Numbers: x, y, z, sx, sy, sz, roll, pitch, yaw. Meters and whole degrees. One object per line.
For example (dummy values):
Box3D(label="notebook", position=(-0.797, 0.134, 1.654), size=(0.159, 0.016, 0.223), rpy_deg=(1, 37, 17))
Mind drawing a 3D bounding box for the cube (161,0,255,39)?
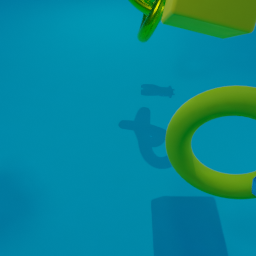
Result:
Box3D(label="cube", position=(1.241, -2.058, 4.116), size=(1.150, 1.150, 1.150), rpy_deg=(13, 13, -3))

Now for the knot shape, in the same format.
Box3D(label="knot shape", position=(0.564, -2.800, 6.281), size=(0.905, 1.833, 1.959), rpy_deg=(-21, 62, -27))

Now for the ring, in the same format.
Box3D(label="ring", position=(1.437, 0.278, 3.852), size=(1.863, 1.863, 0.373), rpy_deg=(12, 38, 12))

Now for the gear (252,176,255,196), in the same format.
Box3D(label="gear", position=(2.189, 0.193, 2.850), size=(2.092, 2.092, 0.387), rpy_deg=(-21, 34, -20))
